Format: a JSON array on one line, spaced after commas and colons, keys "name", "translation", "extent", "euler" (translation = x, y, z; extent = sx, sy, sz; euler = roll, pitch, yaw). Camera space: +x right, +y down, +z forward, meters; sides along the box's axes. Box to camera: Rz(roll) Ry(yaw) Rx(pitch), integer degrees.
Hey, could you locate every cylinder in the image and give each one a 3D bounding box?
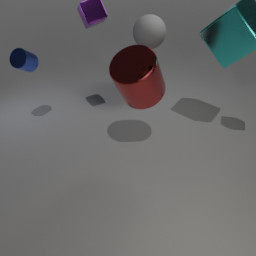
[{"name": "cylinder", "translation": [0.313, -1.484, 8.340], "extent": [1.400, 1.400, 1.400], "euler": [-8, 61, 15]}, {"name": "cylinder", "translation": [-3.593, -2.340, 9.706], "extent": [0.700, 0.700, 0.700], "euler": [10, 3, 15]}]

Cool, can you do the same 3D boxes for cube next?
[{"name": "cube", "translation": [3.386, -3.003, 8.754], "extent": [1.400, 1.400, 1.400], "euler": [-43, 9, -39]}, {"name": "cube", "translation": [-1.161, -3.735, 9.069], "extent": [0.700, 0.700, 0.700], "euler": [-27, 13, -10]}]

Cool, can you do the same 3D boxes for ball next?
[{"name": "ball", "translation": [0.898, -4.024, 11.770], "extent": [1.400, 1.400, 1.400], "euler": [0, 33, 0]}]
